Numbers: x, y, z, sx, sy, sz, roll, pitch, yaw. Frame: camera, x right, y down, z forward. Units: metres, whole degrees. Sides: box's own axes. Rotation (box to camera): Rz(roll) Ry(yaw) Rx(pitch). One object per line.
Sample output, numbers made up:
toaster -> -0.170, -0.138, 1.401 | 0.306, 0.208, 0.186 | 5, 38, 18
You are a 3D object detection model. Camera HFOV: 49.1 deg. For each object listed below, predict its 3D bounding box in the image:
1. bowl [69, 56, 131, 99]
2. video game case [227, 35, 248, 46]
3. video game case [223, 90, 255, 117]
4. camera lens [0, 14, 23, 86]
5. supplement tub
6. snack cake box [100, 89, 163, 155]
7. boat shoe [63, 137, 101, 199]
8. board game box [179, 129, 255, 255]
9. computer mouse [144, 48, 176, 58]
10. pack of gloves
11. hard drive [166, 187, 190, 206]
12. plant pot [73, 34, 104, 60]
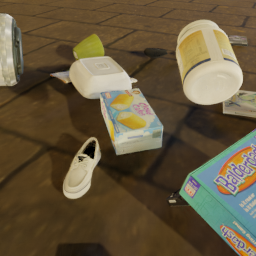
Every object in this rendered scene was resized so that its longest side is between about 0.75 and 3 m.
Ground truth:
bowl -> -0.907, -1.772, 9.305 | 1.831, 0.685, 1.834 | -13, 46, -27
video game case -> 5.549, -4.467, 14.278 | 0.962, 0.128, 1.347 | 9, 35, 13
video game case -> 3.741, -0.813, 8.974 | 1.335, 0.161, 1.465 | 9, 36, 12
camera lens -> -5.141, -2.605, 9.345 | 2.991, 2.393, 2.393 | -3, 34, -17
supplement tub -> 1.335, -1.146, 4.813 | 0.931, 0.931, 1.290 | -1, 54, -2
snack cake box -> 0.026, -0.264, 7.699 | 1.220, 0.713, 2.121 | -10, 36, -12
boat shoe -> -0.999, 0.826, 6.282 | 0.591, 0.540, 1.643 | 10, 36, 14
board game box -> 2.705, 1.476, 4.708 | 2.246, 0.664, 2.953 | -25, 55, -31
computer mouse -> 1.811, -3.325, 12.514 | 2.311, 0.393, 0.677 | -2, 23, -12
pack of gloves -> -1.195, -1.620, 10.054 | 2.019, 0.474, 2.404 | 26, 32, 31
hard drive -> 1.354, 1.233, 5.634 | 1.051, 0.199, 0.734 | -26, -2, -33
plant pot -> -1.755, -3.328, 11.996 | 1.108, 1.037, 1.037 | -29, 43, -19
